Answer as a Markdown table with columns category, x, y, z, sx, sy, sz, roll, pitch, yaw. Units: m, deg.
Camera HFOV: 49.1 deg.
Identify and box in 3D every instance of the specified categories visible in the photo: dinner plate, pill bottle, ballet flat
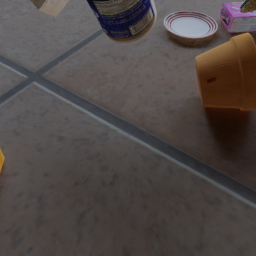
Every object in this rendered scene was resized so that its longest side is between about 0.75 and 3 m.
| category | x | y | z | sx | sy | sz | roll | pitch | yaw |
| --- | --- | --- | --- | --- | --- | --- | --- | --- | --- |
| dinner plate | 2.456 | -4.049 | 11.084 | 2.100 | 0.255 | 2.100 | 0 | 50 | 0 |
| pill bottle | -0.288 | -3.107 | 6.066 | 1.415 | 2.365 | 1.415 | -7 | 66 | 16 |
| ballet flat | 3.340 | -3.154 | 6.237 | 0.709 | 2.011 | 0.656 | -38 | 84 | -26 |

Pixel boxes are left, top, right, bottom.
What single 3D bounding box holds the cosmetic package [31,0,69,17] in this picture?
| category | x | y | z | sx | sy | sz | roll | pitch | yaw |
| --- | --- | --- | --- | --- | --- | --- | --- | --- | --- |
| cosmetic package | -1.780 | -4.045 | 7.676 | 0.493 | 1.945 | 0.803 | 50 | 21 | 7 |

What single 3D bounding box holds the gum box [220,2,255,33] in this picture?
| category | x | y | z | sx | sy | sz | roll | pitch | yaw |
| --- | --- | --- | --- | --- | --- | --- | --- | --- | --- |
| gum box | 4.752 | -4.440 | 11.129 | 2.015 | 0.666 | 1.144 | -5 | 51 | -4 |

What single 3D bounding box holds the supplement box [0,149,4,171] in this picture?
| category | x | y | z | sx | sy | sz | roll | pitch | yaw |
| --- | --- | --- | --- | --- | --- | --- | --- | --- | --- |
| supplement box | -3.325 | 1.203 | 6.355 | 0.546 | 0.565 | 1.642 | 0 | 51 | -1 |

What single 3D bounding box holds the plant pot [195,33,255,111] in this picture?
| category | x | y | z | sx | sy | sz | roll | pitch | yaw |
| --- | --- | --- | --- | --- | --- | --- | --- | --- | --- |
| plant pot | 2.697 | -1.431 | 7.796 | 1.451 | 2.073 | 2.073 | -8 | 48 | 14 |
